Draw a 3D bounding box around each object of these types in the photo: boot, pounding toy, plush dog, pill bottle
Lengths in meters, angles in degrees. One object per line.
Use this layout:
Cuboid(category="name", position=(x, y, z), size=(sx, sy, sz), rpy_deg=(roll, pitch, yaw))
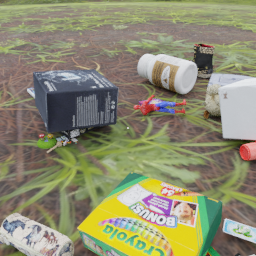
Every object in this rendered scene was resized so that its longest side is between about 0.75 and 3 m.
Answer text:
Cuboid(category="boot", position=(3.583, -3.673, 15.129), size=(2.238, 1.685, 0.819), rpy_deg=(18, 35, 28))
Cuboid(category="pounding toy", position=(-2.697, 0.408, 9.464), size=(0.669, 0.402, 0.866), rpy_deg=(-27, 39, -37))
Cuboid(category="plush dog", position=(3.747, -0.856, 10.971), size=(1.323, 1.540, 1.236), rpy_deg=(10, 64, 34))
Cuboid(category="pill bottle", position=(1.844, -2.747, 13.694), size=(2.711, 1.550, 1.550), rpy_deg=(27, 40, 37))

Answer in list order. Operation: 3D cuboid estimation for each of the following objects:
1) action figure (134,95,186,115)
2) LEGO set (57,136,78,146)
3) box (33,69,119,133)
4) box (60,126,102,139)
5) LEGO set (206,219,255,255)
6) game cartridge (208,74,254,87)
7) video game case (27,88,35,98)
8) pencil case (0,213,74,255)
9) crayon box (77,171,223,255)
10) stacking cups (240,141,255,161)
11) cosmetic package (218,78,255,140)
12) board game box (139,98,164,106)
Cuboid(category="action figure", position=(1.246, -0.969, 11.536), size=(2.066, 0.674, 1.023), rpy_deg=(-2, 31, -4))
Cuboid(category="LEGO set", position=(-2.083, 0.390, 9.695), size=(0.581, 0.191, 0.778), rpy_deg=(-19, 32, -33))
Cuboid(category="box", position=(-1.915, -1.083, 9.977), size=(2.439, 1.432, 2.399), rpy_deg=(-9, 29, -25))
Cuboid(category="box", position=(-1.855, -0.268, 10.576), size=(1.733, 0.426, 1.397), rpy_deg=(-24, 38, -36))
Cuboid(category="LEGO set", position=(2.495, 2.759, 5.650), size=(2.623, 0.644, 1.960), rpy_deg=(14, 21, 20))
Cuboid(category="game cartridge", position=(5.346, -2.102, 13.668), size=(2.665, 0.545, 1.774), rpy_deg=(11, 36, 18))
Cuboid(category="video game case", position=(-3.760, -1.683, 13.244), size=(1.484, 0.187, 1.629), rpy_deg=(-21, 37, -31))
Cuboid(category="pencil case", position=(-1.913, 2.384, 5.830), size=(1.689, 0.657, 0.756), rpy_deg=(15, 19, 23))
Cuboid(category="crayon box", position=(0.513, 2.074, 6.022), size=(2.384, 0.695, 2.057), rpy_deg=(13, 35, 32))
Cuboid(category="stacking cups", position=(4.841, 0.618, 8.874), size=(2.543, 0.769, 0.769), rpy_deg=(-11, 32, -12))
Cuboid(category="cosmetic package", position=(4.390, -0.721, 9.387), size=(2.125, 1.767, 1.778), rpy_deg=(-19, 15, -41))
Cuboid(category="board game box", position=(1.086, -1.042, 12.067), size=(1.109, 0.179, 0.666), rpy_deg=(-15, 29, -35))
